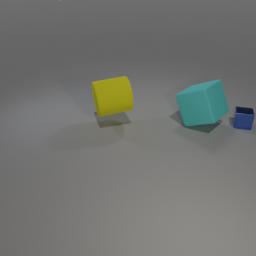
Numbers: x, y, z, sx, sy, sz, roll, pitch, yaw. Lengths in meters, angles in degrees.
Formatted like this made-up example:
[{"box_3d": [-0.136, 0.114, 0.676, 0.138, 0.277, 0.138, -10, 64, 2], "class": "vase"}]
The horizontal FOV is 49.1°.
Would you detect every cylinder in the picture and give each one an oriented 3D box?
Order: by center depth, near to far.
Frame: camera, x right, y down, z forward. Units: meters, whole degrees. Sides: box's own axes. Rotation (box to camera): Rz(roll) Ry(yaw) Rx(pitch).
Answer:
[{"box_3d": [-0.639, -1.272, 11.267, 1.400, 1.400, 1.400, -12, 32, -11], "class": "cylinder"}]

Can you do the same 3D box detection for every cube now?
[{"box_3d": [3.041, -1.008, 11.437, 1.400, 1.400, 1.400, -7, 18, 47], "class": "cube"}, {"box_3d": [4.799, -0.411, 11.657, 0.700, 0.700, 0.700, 8, 30, 14], "class": "cube"}]
